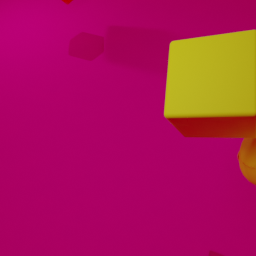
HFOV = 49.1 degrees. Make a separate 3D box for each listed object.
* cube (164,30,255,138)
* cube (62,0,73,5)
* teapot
[{"bbox_3d":[1.035,-0.439,3.313,0.932,0.932,0.932,0,74,25],"label":"cube"},{"bbox_3d":[-1.943,-4.671,8.745,0.913,0.913,0.913,-22,61,34],"label":"cube"},{"bbox_3d":[2.011,0.352,3.466,0.826,1.686,1.049,35,70,-15],"label":"teapot"}]
